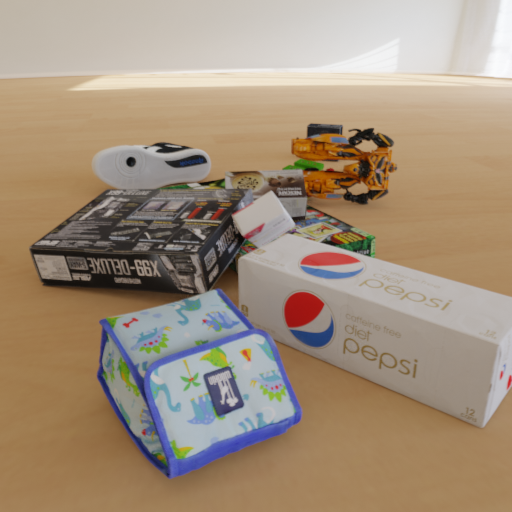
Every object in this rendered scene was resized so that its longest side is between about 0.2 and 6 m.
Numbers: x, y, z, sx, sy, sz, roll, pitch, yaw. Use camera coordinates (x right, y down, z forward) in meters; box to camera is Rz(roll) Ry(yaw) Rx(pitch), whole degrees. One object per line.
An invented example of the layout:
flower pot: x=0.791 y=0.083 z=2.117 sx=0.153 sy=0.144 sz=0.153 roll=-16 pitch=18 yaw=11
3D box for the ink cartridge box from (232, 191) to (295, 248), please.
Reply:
ink cartridge box: x=0.138 y=-0.579 z=9.312 sx=0.786 sy=0.456 sz=1.065 roll=-32 pitch=-14 yaw=6

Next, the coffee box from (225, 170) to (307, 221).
coffee box: x=0.178 y=-1.194 z=11.122 sx=1.579 sy=0.630 sz=0.892 roll=-1 pitch=47 yaw=-2

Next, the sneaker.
sneaker: x=-3.065 y=-2.485 z=15.303 sx=3.259 sy=1.191 sz=1.823 roll=-6 pitch=19 yaw=-33

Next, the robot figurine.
robot figurine: x=2.077 y=-2.078 z=13.217 sx=2.540 sy=1.841 sz=0.739 roll=1 pitch=21 yaw=1

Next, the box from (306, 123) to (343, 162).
box: x=2.157 y=-3.601 z=17.745 sx=1.062 sy=1.081 sz=0.670 roll=6 pitch=22 yaw=13

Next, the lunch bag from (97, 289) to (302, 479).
lunch bag: x=-0.668 y=1.396 z=6.254 sx=1.649 sy=1.236 sz=1.940 roll=-13 pitch=42 yaw=-32

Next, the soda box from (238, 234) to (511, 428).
soda box: x=1.510 y=0.794 z=7.530 sx=3.684 sy=1.173 sz=1.255 roll=17 pitch=29 yaw=36

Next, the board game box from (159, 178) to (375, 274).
board game box: x=-0.125 y=-0.745 z=11.875 sx=2.626 sy=0.588 sz=5.012 roll=-16 pitch=28 yaw=-27

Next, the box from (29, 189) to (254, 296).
box: x=-1.887 y=-0.374 z=9.897 sx=3.187 sy=0.793 sz=2.513 roll=2 pitch=30 yaw=19

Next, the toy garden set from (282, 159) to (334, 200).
toy garden set: x=1.214 y=-1.944 z=14.603 sx=1.514 sy=0.362 sz=1.816 roll=20 pitch=39 yaw=37
